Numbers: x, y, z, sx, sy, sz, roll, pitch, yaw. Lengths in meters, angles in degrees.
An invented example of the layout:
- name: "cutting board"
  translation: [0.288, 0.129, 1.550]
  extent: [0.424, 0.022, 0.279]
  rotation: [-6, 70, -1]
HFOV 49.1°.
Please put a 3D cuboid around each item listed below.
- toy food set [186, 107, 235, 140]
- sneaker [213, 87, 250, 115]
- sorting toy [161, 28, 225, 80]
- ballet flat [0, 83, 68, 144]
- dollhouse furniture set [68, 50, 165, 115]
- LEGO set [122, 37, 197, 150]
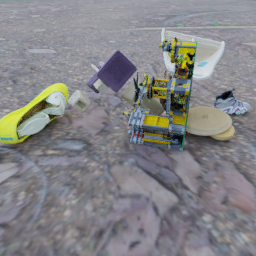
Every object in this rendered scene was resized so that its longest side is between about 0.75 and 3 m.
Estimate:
- name: "toy food set"
  translation: [2.116, -0.163, 7.664]
  extent: [1.459, 0.355, 1.444]
  rotation: [-1, 32, 11]
- name: "sneaker"
  translation: [3.172, -0.840, 8.413]
  extent: [1.216, 0.851, 0.473]
  rotation: [-10, 36, -13]
- name: "sorting toy"
  translation: [1.654, -1.854, 7.687]
  extent: [1.794, 0.958, 1.615]
  rotation: [14, 41, 3]
- name: "ballet flat"
  translation: [-2.303, -0.404, 7.622]
  extent: [0.903, 0.901, 2.695]
  rotation: [8, 36, 33]
- name: "dollhouse furniture set"
  translation: [-0.287, -0.861, 7.990]
  extent: [1.831, 2.311, 1.640]
  rotation: [-49, 27, 5]
- name: "LEGO set"
  translation: [0.687, -0.767, 6.712]
  extent: [1.571, 2.711, 2.085]
  rotation: [8, 61, 12]
